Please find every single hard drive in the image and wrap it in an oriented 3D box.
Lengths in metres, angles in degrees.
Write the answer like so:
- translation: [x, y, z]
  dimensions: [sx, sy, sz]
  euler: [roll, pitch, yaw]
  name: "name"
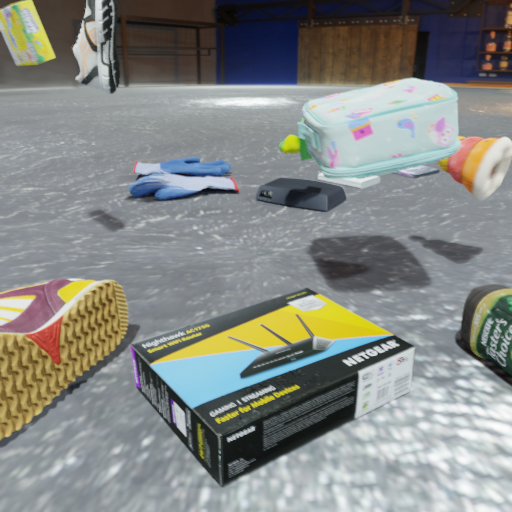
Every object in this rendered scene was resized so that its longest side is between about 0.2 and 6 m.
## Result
- translation: [1.092, -1.528, 13.553]
  dimensions: [1.930, 0.408, 1.302]
  euler: [13, 25, 30]
  name: "hard drive"
- translation: [2.545, -2.134, 15.420]
  dimensions: [1.417, 0.186, 0.935]
  euler: [18, 28, 40]
  name: "hard drive"

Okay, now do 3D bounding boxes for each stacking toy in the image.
- translation: [3.258, -1.591, 8.989]
  dimensions: [1.385, 1.012, 1.012]
  euler: [32, 36, 33]
  name: "stacking toy"

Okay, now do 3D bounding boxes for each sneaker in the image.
- translation: [-3.145, -4.210, 10.743]
  dimensions: [0.858, 2.145, 0.791]
  euler: [12, 33, 6]
  name: "sneaker"
- translation: [-2.839, 1.092, 6.167]
  dimensions: [1.404, 1.168, 3.117]
  euler: [0, 14, 27]
  name: "sneaker"

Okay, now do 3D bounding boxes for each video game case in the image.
- translation: [4.419, -2.585, 16.629]
  dimensions: [1.162, 0.154, 1.626]
  euler: [-16, 27, -34]
  name: "video game case"

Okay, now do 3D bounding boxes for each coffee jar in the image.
- translation: [3.130, 1.006, 6.435]
  dimensions: [0.745, 0.910, 1.745]
  euler: [-8, 22, -17]
  name: "coffee jar"

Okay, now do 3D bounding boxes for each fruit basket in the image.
- translation: [0.930, -2.444, 11.915]
  dimensions: [0.894, 0.894, 0.645]
  euler: [6, 60, 14]
  name: "fruit basket"

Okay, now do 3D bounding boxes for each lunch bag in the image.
- translation: [1.596, -1.785, 7.816]
  dimensions: [1.913, 0.920, 2.386]
  euler: [-14, 21, 3]
  name: "lunch bag"

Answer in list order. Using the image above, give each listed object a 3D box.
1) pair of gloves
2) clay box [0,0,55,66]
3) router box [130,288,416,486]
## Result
- translation: [-1.975, -2.127, 15.159]
  dimensions: [2.827, 0.401, 3.516]
  euler: [-2, 22, -10]
  name: "pair of gloves"
- translation: [-3.670, -3.512, 8.892]
  dimensions: [0.366, 0.883, 1.537]
  euler: [-31, 31, -25]
  name: "clay box"
- translation: [0.169, 1.232, 6.182]
  dimensions: [2.537, 0.648, 1.892]
  euler: [-15, 26, -33]
  name: "router box"
